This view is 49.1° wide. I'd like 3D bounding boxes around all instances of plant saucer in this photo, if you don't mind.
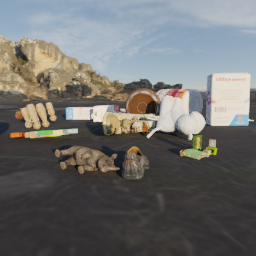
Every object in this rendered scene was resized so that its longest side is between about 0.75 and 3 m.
[{"bbox_3d":[0.548,-0.766,10.493,1.418,1.418,0.227,2,9,14],"label":"plant saucer"}]

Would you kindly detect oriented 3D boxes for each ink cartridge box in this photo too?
[{"bbox_3d":[-1.176,-0.742,14.169,1.369,0.797,0.462,-4,8,-28],"label":"ink cartridge box"},{"bbox_3d":[4.378,-1.259,12.355,1.628,2.253,0.954,0,7,2],"label":"ink cartridge box"},{"bbox_3d":[-2.353,-0.797,15.227,1.881,0.638,1.083,-1,7,-4],"label":"ink cartridge box"}]

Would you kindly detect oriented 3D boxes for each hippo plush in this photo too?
[{"bbox_3d":[1.651,-0.357,8.834,1.685,1.342,1.355,-6,8,-41],"label":"hippo plush"}]

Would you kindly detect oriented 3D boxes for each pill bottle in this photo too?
[{"bbox_3d":[2.423,-1.289,15.188,1.631,1.631,2.888,-6,9,-38],"label":"pill bottle"}]

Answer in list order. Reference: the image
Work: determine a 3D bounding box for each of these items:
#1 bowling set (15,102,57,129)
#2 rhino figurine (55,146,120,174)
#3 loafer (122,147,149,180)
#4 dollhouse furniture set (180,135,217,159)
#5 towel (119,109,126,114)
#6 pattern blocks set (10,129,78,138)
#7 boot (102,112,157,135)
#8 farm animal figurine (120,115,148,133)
[{"bbox_3d":[-3.933,-0.390,11.717,1.323,1.021,1.902,-17,3,18],"label":"bowling set"},{"bbox_3d":[-0.671,0.580,5.053,1.361,0.407,0.595,7,11,39],"label":"rhino figurine"},{"bbox_3d":[0.155,0.555,5.042,0.451,0.448,1.239,0,6,5],"label":"loafer"},{"bbox_3d":[1.597,0.422,6.329,0.795,0.399,0.521,-7,10,-44],"label":"dollhouse furniture set"},{"bbox_3d":[1.182,-1.063,18.174,2.909,0.469,2.778,-4,8,-23],"label":"towel"},{"bbox_3d":[-2.444,0.179,8.282,1.919,0.177,2.183,-4,-1,-26],"label":"pattern blocks set"},{"bbox_3d":[0.126,-0.152,9.516,1.630,0.759,2.107,1,4,16],"label":"boot"},{"bbox_3d":[0.060,-0.089,6.512,0.772,0.402,0.763,-4,-3,26],"label":"farm animal figurine"}]
